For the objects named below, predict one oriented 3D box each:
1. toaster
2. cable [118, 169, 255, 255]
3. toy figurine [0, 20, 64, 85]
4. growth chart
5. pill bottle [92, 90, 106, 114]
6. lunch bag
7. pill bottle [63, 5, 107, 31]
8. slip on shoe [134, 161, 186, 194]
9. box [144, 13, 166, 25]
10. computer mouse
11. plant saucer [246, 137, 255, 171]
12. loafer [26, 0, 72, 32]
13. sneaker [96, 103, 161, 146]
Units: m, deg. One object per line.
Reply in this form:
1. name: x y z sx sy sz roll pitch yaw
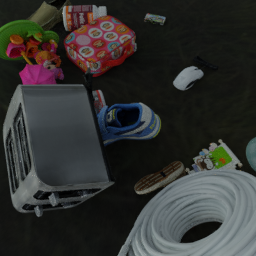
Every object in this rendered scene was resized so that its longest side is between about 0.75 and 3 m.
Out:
1. toaster: -1.652 0.416 6.190 1.594 2.428 2.686 -3 67 -34
2. cable: 1.397 2.003 5.523 2.896 1.002 2.895 -21 18 31
3. toy figurine: -2.892 -2.100 9.206 2.317 1.739 2.132 -15 67 -44
4. growth chart: 2.303 1.026 7.588 1.485 0.132 1.074 -35 63 -14
5. pill bottle: -1.376 -0.616 8.381 1.355 0.785 0.785 -15 57 -9
6. lunch bag: -0.846 -2.850 9.804 2.274 0.932 2.003 -38 64 -23
7. pill bottle: -1.618 -4.226 10.764 1.596 0.911 0.911 -3 56 -1
8. slip on shoe: 0.852 1.371 7.244 1.395 0.422 0.530 -31 28 -4
9. box: 1.098 -4.412 11.359 0.790 0.137 0.435 15 57 10
10. computer mouse: 2.233 -1.868 9.483 1.691 0.371 0.927 -39 65 -23
11. plant saucer: 4.074 0.754 7.754 1.492 0.287 1.492 0 56 1
12. loafer: -3.189 -4.458 10.981 0.909 0.807 2.392 34 62 21
13. sneaker: -0.548 -0.100 7.577 2.731 1.123 1.010 -14 66 14
